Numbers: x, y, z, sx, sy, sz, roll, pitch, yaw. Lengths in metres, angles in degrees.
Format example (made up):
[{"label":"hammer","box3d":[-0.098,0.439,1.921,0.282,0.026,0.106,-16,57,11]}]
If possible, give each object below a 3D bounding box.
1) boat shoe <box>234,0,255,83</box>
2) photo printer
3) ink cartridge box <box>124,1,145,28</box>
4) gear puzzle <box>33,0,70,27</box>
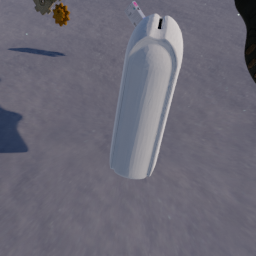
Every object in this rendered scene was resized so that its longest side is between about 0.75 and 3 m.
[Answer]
[{"label":"boat shoe","box3d":[2.899,-1.887,5.348,1.039,1.064,2.813,9,68,-25]},{"label":"photo printer","box3d":[0.263,-0.544,3.978,0.696,2.004,1.667,12,28,2]},{"label":"ink cartridge box","box3d":[0.309,-3.920,9.906,0.197,0.561,0.940,-37,96,-34]},{"label":"gear puzzle","box3d":[-2.309,-3.699,7.411,1.200,2.317,0.303,-29,4,34]}]
